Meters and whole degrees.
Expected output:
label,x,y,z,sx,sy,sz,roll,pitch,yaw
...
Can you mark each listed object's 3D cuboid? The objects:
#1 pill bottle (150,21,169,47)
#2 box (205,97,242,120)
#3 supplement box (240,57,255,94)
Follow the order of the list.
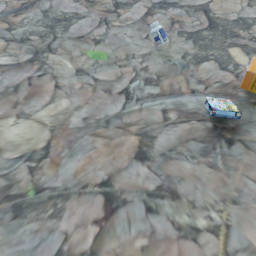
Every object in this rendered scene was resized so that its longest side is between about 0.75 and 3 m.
label,x,y,z,sx,sy,sz,roll,pitch,yaw
pill bottle,1.070,-3.285,9.780,0.435,0.785,0.435,-26,17,9
box,2.563,-0.558,7.639,0.749,0.207,1.097,6,23,3
supplement box,4.575,-1.215,8.112,2.320,0.772,0.798,24,57,18
